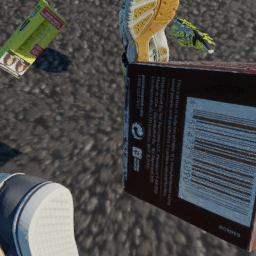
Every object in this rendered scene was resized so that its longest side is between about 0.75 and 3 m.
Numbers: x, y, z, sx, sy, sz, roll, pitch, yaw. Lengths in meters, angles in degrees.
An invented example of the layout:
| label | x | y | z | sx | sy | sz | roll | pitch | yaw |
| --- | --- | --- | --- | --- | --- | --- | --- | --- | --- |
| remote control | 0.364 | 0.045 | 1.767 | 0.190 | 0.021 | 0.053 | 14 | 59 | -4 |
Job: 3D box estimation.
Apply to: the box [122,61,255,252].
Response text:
| label | x | y | z | sx | sy | sz | roll | pitch | yaw |
| --- | --- | --- | --- | --- | --- | --- | --- | --- | --- |
| box | 1.364 | 0.042 | 4.003 | 1.881 | 1.900 | 2.290 | 15 | 20 | 40 |

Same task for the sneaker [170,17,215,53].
| label | x | y | z | sx | sy | sz | roll | pitch | yaw |
| --- | --- | --- | --- | --- | --- | --- | --- | --- | --- |
| sneaker | 1.735 | -2.404 | 7.584 | 0.561 | 0.568 | 1.488 | -8 | 47 | -41 |

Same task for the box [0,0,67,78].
| label | x | y | z | sx | sy | sz | roll | pitch | yaw |
| --- | --- | --- | --- | --- | --- | --- | --- | --- | --- |
| box | -1.853 | -1.669 | 5.317 | 1.451 | 0.546 | 0.364 | -45 | 47 | 9 |

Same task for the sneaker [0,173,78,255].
| label | x | y | z | sx | sy | sz | roll | pitch | yaw |
| --- | --- | --- | --- | --- | --- | --- | --- | --- | --- |
| sneaker | -1.291 | 1.659 | 3.664 | 1.023 | 2.575 | 1.010 | 17 | 27 | 22 |

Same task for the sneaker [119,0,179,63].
| label | x | y | z | sx | sy | sz | roll | pitch | yaw |
| --- | --- | --- | --- | --- | --- | --- | --- | --- | --- |
| sneaker | 0.175 | -1.928 | 4.737 | 0.927 | 2.451 | 1.075 | -21 | 64 | -13 |

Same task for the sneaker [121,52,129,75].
| label | x | y | z | sx | sy | sz | roll | pitch | yaw |
| --- | --- | --- | --- | --- | --- | --- | --- | --- | --- |
| sneaker | 0.135 | -1.138 | 6.148 | 0.415 | 0.480 | 1.063 | -19 | 97 | -8 |
